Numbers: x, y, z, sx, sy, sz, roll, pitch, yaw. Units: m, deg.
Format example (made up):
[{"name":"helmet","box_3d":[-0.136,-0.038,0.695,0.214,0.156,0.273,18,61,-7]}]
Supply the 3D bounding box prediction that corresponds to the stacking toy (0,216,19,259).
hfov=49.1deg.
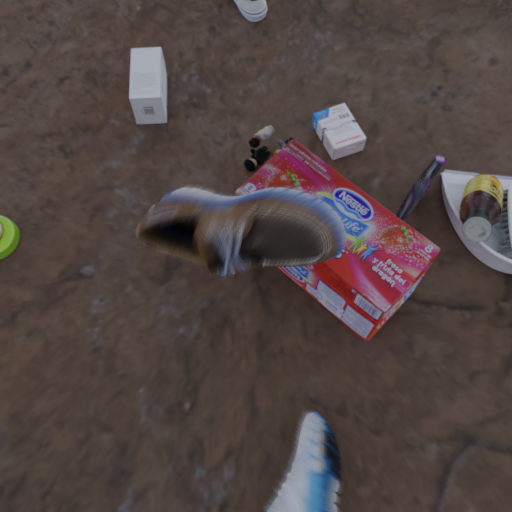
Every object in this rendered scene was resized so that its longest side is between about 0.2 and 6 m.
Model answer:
[{"name":"stacking toy","box_3d":[-5.684,-0.363,10.312,2.193,0.926,1.985,35,70,15]}]

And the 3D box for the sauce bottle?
[{"name":"sauce bottle","box_3d":[4.020,-0.845,10.009,0.741,0.741,2.245,24,33,11]}]

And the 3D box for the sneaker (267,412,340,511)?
[{"name":"sneaker","box_3d":[0.648,3.532,8.359,1.073,0.928,2.475,-17,43,26]}]

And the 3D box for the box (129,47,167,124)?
[{"name":"box","box_3d":[-2.282,-3.614,11.913,0.667,0.851,1.368,-3,64,-2]}]

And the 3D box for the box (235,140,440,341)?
[{"name":"box","box_3d":[1.293,-0.271,9.873,3.264,1.627,1.558,40,71,17]}]

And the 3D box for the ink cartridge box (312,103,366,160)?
[{"name":"ink cartridge box","box_3d":[1.713,-2.581,11.651,0.744,0.430,1.019,-20,66,-9]}]

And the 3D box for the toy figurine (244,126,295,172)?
[{"name":"toy figurine","box_3d":[0.273,-1.980,11.070,0.976,0.961,0.679,35,59,16]}]

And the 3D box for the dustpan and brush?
[{"name":"dustpan and brush","box_3d":[4.796,-0.153,10.112,2.664,1.092,3.816,6,64,3]}]

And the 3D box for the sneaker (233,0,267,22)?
[{"name":"sneaker","box_3d":[-0.442,-6.650,13.393,0.844,0.818,2.311,-32,68,-14]}]

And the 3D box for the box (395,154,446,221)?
[{"name":"box","box_3d":[3.104,-1.292,10.550,0.224,0.887,1.240,33,46,13]}]

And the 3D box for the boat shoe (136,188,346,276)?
[{"name":"boat shoe","box_3d":[-0.351,-0.242,8.323,3.374,1.219,1.221,5,32,35]}]
